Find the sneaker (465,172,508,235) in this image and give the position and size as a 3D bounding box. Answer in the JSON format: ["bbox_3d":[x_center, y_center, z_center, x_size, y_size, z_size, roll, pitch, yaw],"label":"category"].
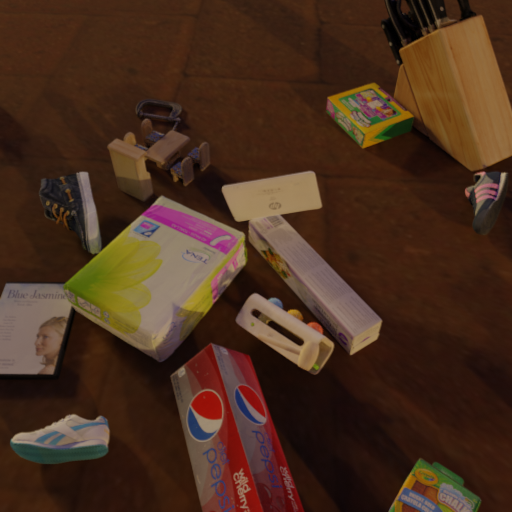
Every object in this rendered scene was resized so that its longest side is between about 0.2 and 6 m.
[{"bbox_3d":[4.584,-1.083,11.435,0.739,0.632,1.801,12,46,32],"label":"sneaker"}]

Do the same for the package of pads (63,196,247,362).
[{"bbox_3d":[-1.638,0.328,9.924,2.109,0.931,2.729,26,55,22],"label":"package of pads"}]

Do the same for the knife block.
[{"bbox_3d":[4.337,-4.335,12.180,1.289,3.537,4.029,-25,54,-19],"label":"knife block"}]

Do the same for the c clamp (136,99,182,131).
[{"bbox_3d":[-2.387,-3.489,13.671,1.298,0.176,1.109,15,51,12],"label":"c clamp"}]

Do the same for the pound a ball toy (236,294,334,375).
[{"bbox_3d":[0.491,1.173,8.817,1.721,1.122,0.731,29,82,34],"label":"pound a ball toy"}]

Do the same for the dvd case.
[{"bbox_3d":[-3.876,1.240,9.641,1.374,0.169,1.925,0,49,0],"label":"dvd case"}]

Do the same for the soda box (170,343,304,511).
[{"bbox_3d":[-0.279,2.676,7.697,0.989,0.896,2.825,-39,49,21],"label":"soda box"}]

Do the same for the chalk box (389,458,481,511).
[{"bbox_3d":[2.271,3.371,7.345,0.902,0.896,1.445,29,56,22],"label":"chalk box"}]

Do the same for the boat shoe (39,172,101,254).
[{"bbox_3d":[-3.602,-0.779,10.841,0.975,0.760,2.148,-11,47,-16],"label":"boat shoe"}]

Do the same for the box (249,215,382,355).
[{"bbox_3d":[0.952,0.377,10.080,0.653,0.610,3.151,-28,55,-21],"label":"box"}]

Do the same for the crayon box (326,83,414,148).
[{"bbox_3d":[2.688,-3.380,13.383,1.390,0.469,1.611,-22,53,-16],"label":"crayon box"}]

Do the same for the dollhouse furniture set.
[{"bbox_3d":[-2.174,-2.231,11.941,1.656,1.173,1.802,26,55,20],"label":"dollhouse furniture set"}]

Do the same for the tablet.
[{"bbox_3d":[0.302,-1.033,10.039,1.644,1.070,0.112,-8,58,10],"label":"tablet"}]

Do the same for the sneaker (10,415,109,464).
[{"bbox_3d":[-2.864,2.679,8.235,1.378,0.527,0.556,1,43,-9],"label":"sneaker"}]
